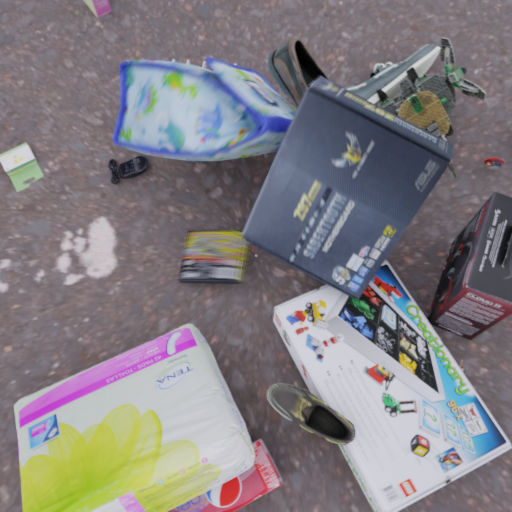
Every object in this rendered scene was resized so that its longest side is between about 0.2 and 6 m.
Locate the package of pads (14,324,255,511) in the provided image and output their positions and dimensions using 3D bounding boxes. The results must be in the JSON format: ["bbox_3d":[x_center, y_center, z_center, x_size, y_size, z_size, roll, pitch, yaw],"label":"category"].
[{"bbox_3d":[-2.110,3.027,9.470,3.627,1.237,2.802,-25,42,-8],"label":"package of pads"}]

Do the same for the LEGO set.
[{"bbox_3d":[4.146,-2.916,12.387,4.508,1.277,2.927,24,100,-10],"label":"LEGO set"}]

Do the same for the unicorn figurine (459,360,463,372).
[{"bbox_3d":[3.865,2.596,10.690,0.677,0.364,0.986,-30,86,-22],"label":"unicorn figurine"}]

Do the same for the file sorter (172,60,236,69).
[{"bbox_3d":[-1.222,-3.831,12.875,1.534,0.955,1.065,5,68,3],"label":"file sorter"}]

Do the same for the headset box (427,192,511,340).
[{"bbox_3d":[4.234,0.224,10.350,0.993,2.648,1.968,21,71,8],"label":"headset box"}]

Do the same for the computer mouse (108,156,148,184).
[{"bbox_3d":[-2.821,-1.961,12.542,0.925,0.244,0.640,-15,69,6],"label":"computer mouse"}]

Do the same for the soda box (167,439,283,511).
[{"bbox_3d":[-0.922,4.196,9.685,2.724,0.954,0.864,-25,73,-9],"label":"soda box"}]

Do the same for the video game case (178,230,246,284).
[{"bbox_3d":[-0.875,0.015,11.447,1.286,0.164,1.163,0,63,15],"label":"video game case"}]

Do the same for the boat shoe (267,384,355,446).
[{"bbox_3d":[0.908,2.590,9.281,1.607,0.484,0.573,27,78,11],"label":"boat shoe"}]

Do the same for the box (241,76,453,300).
[{"bbox_3d":[1.445,-1.070,9.736,2.522,3.199,0.816,30,35,4],"label":"box"}]

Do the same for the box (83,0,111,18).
[{"bbox_3d":[-4.082,-6.589,14.011,0.419,0.866,0.762,-34,72,-12],"label":"box"}]

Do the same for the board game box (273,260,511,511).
[{"bbox_3d":[2.319,2.232,10.245,2.547,0.698,4.035,-21,62,-13],"label":"board game box"}]

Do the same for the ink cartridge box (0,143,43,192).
[{"bbox_3d":[-5.255,-1.986,12.545,0.696,0.229,0.957,-29,69,-11],"label":"ink cartridge box"}]

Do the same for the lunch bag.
[{"bbox_3d":[-0.712,-2.702,10.807,3.104,2.639,1.978,16,107,21],"label":"lunch bag"}]

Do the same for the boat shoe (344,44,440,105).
[{"bbox_3d":[2.983,-4.112,12.929,2.965,1.080,0.916,-39,77,-9],"label":"boat shoe"}]

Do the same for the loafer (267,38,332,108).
[{"bbox_3d":[1.197,-2.896,10.353,2.433,0.765,0.874,47,63,-12],"label":"loafer"}]
